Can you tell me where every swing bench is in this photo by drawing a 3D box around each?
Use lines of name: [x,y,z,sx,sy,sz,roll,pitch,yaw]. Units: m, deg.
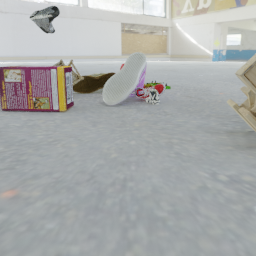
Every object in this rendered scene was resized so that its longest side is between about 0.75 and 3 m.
swing bench: [-2.938,-2.084,11.726,1.533,1.000,1.541,-38,27,-18]

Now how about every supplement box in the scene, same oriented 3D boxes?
supplement box: [-2.982,-1.321,9.228,2.158,1.413,1.114,2,14,4]

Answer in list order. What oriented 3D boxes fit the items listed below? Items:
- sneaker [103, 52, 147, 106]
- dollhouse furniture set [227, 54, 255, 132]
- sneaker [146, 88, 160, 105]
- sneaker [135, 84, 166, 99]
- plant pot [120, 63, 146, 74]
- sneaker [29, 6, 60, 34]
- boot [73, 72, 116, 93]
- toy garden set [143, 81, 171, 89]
sneaker: [0.003,-1.504,10.861,1.004,1.579,2.770,24,56,18]
dollhouse furniture set: [3.851,-0.860,6.420,1.810,2.555,2.781,43,15,-9]
sneaker: [0.913,-1.196,10.320,0.342,0.557,0.857,-3,16,-14]
sneaker: [0.790,-1.394,10.611,0.688,0.436,1.223,2,-15,-43]
plant pot: [0.120,-2.232,12.663,1.161,1.058,1.161,14,32,-8]
sneaker: [-2.810,-3.861,10.159,1.513,0.874,0.568,10,59,38]
boot: [-1.697,-2.168,13.330,2.245,0.809,1.736,-14,13,-13]
toy garden set: [1.301,-2.265,14.509,1.352,0.324,1.622,-4,16,-12]
